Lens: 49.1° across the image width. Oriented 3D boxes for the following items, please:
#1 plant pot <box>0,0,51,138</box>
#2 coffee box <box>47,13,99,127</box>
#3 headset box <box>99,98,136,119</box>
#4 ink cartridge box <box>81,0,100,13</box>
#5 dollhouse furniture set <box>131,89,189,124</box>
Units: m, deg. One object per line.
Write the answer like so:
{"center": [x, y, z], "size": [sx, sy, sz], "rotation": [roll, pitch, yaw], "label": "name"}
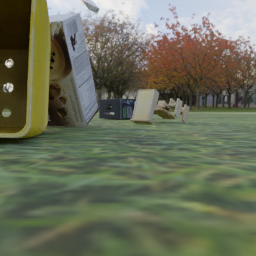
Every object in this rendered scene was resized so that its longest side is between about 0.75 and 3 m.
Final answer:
{"center": [-2.859, -1.139, 5.474], "size": [2.926, 2.926, 2.581], "rotation": [0, -8, 1], "label": "plant pot"}
{"center": [-1.963, -1.529, 7.804], "size": [1.634, 2.891, 1.154], "rotation": [2, 32, 16], "label": "coffee box"}
{"center": [-0.206, -0.989, 14.622], "size": [2.246, 1.042, 1.956], "rotation": [-3, 5, -38], "label": "headset box"}
{"center": [-1.551, -4.418, 9.776], "size": [0.968, 0.242, 0.779], "rotation": [7, 38, -41], "label": "ink cartridge box"}
{"center": [1.052, -0.514, 10.317], "size": [1.668, 1.182, 1.816], "rotation": [4, -16, 39], "label": "dollhouse furniture set"}
